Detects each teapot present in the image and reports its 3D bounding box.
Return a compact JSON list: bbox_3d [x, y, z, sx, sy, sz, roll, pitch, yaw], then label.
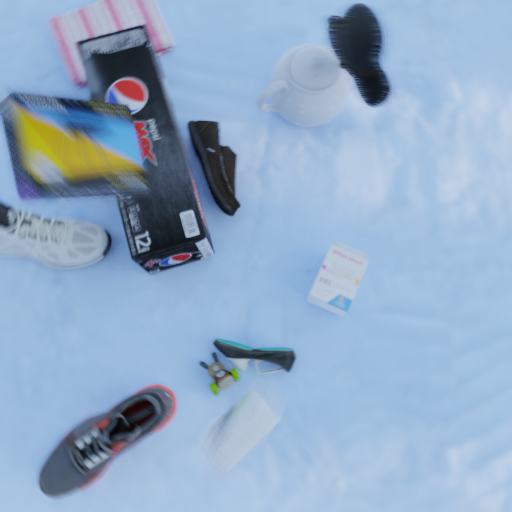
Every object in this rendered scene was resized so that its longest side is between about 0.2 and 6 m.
[{"bbox_3d":[1.124,-3.727,11.804,1.872,1.385,1.896,13,78,3],"label":"teapot"}]

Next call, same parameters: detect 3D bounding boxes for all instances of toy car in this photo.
[{"bbox_3d":[-0.763,2.242,10.898,0.597,0.573,0.727,-33,68,-15],"label":"toy car"}]

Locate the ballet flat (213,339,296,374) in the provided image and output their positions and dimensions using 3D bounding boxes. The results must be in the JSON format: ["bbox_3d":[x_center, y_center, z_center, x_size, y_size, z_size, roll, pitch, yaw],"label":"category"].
[{"bbox_3d":[-0.056,1.996,10.929,1.661,0.565,0.568,8,85,2],"label":"ballet flat"}]

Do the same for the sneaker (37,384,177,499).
[{"bbox_3d":[-2.848,3.340,10.266,2.935,1.202,1.131,-38,80,-8],"label":"sneaker"}]

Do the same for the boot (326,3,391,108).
[{"bbox_3d":[1.648,-3.814,10.024,0.741,2.141,1.864,-25,50,5],"label":"boot"}]

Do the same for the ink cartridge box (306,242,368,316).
[{"bbox_3d":[1.635,0.438,11.146,0.812,0.791,1.263,25,78,5],"label":"ink cartridge box"}]

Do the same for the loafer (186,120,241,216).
[{"bbox_3d":[-0.747,-1.929,11.670,0.814,0.833,2.281,-21,78,-4],"label":"loafer"}]

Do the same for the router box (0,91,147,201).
[{"bbox_3d":[-2.892,-1.735,9.091,0.538,2.106,1.571,-14,88,40],"label":"router box"}]

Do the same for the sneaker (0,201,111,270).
[{"bbox_3d":[-4.352,-0.425,10.927,2.783,1.601,1.050,5,77,1],"label":"sneaker"}]

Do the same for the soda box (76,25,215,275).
[{"bbox_3d":[-2.188,-2.095,11.284,1.475,1.648,4.657,-16,78,-1],"label":"soda box"}]

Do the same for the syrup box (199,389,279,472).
[{"bbox_3d":[-0.254,2.586,8.316,1.127,0.444,0.459,-41,117,-7],"label":"syrup box"}]

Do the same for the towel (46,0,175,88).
[{"bbox_3d":[-3.268,-4.998,12.621,2.473,0.370,1.810,-24,79,-5],"label":"towel"}]
